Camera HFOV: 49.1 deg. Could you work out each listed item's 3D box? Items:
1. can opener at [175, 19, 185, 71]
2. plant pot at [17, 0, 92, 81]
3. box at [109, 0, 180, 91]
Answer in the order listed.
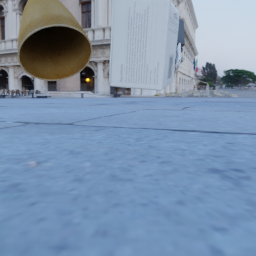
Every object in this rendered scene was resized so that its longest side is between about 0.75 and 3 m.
[{"bbox_3d":[1.920,-3.435,11.446,0.872,2.623,0.690,12,-30,-3],"label":"can opener"},{"bbox_3d":[-2.657,-3.317,9.545,2.349,2.521,2.349,-15,-30,-9],"label":"plant pot"},{"bbox_3d":[0.315,-1.388,4.735,0.878,1.344,1.337,7,16,14],"label":"box"}]
